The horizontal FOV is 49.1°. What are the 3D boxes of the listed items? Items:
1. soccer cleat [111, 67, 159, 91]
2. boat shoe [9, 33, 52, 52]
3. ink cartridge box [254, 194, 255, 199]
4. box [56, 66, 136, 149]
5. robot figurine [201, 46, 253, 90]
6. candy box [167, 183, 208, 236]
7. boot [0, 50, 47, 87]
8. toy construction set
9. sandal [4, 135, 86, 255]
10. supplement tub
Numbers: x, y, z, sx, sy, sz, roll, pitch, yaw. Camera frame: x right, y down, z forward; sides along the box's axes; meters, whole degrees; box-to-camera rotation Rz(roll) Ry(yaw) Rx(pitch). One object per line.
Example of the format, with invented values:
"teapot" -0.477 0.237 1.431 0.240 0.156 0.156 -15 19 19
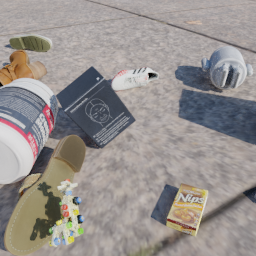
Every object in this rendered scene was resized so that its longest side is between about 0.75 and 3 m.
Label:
"soccer cleat" 0.293 -1.941 11.117 2.180 0.748 0.929 -24 37 -37
"boat shoe" -5.032 -4.626 14.823 2.473 0.924 0.846 10 42 16
"ink cartridge box" 3.335 1.729 6.223 0.431 0.203 0.917 -15 37 -22
"box" -0.853 -0.532 7.688 1.311 1.767 0.946 -39 42 -1
"robot figurine" 3.969 -2.441 11.259 2.024 1.348 2.387 12 36 4
"candy box" 1.310 1.742 6.108 0.635 0.304 1.099 14 37 21
"boot" -4.886 -2.430 11.680 2.548 0.939 1.971 26 46 36
"toy construction set" -1.110 1.528 5.094 0.529 0.753 1.149 -9 69 24
"sandal" -1.895 1.408 6.236 0.948 1.057 2.883 -19 35 38
"supplement tub" -2.988 -0.031 7.314 1.833 1.833 2.612 3 35 5
